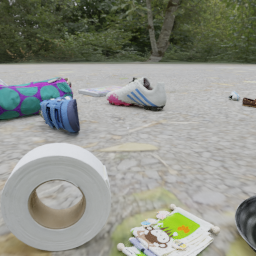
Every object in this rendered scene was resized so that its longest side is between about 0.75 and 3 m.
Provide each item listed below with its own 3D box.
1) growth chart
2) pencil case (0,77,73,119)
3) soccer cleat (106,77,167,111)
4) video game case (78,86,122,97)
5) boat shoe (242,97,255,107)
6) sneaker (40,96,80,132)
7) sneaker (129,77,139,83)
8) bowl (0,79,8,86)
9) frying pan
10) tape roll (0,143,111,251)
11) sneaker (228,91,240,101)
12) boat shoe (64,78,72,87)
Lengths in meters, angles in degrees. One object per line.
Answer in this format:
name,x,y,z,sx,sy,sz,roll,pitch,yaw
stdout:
growth chart,0.499,1.333,3.426,0.939,0.115,1.297,13,20,41
pencil case,-3.423,-1.106,9.726,2.844,1.314,1.210,-16,44,-40
soccer cleat,0.309,-1.447,11.106,2.812,1.214,0.982,11,19,35
video game case,-1.158,-1.944,14.663,2.358,0.212,1.689,-15,22,-41
boat shoe,5.043,-0.998,11.111,1.020,0.359,0.359,14,19,38
sneaker,-1.979,-0.388,8.070,1.043,0.938,2.537,-7,10,-18
sneaker,0.669,-2.159,14.318,1.466,0.840,0.560,-3,18,-19
bowl,-6.083,-1.645,11.333,2.357,1.106,2.357,33,7,-5
frying pan,1.926,1.365,2.873,1.295,0.348,2.141,-4,23,2
tape roll,-0.800,0.797,3.275,1.216,1.216,0.425,-2,16,-8
sneaker,4.762,-1.466,12.798,0.408,0.353,0.941,-5,16,2
boat shoe,-3.447,-2.042,14.096,0.820,0.721,2.305,5,18,11
